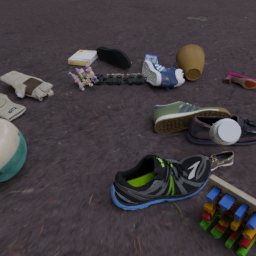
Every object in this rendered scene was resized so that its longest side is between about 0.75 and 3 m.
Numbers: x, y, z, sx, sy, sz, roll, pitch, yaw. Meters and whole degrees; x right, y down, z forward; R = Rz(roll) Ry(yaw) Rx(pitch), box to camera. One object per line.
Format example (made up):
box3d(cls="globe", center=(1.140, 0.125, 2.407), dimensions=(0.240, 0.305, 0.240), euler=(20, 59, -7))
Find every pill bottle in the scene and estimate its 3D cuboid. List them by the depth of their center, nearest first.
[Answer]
box3d(cls="pill bottle", center=(2.646, 0.110, 7.601), dimensions=(0.714, 0.714, 1.249), euler=(7, -2, 11))

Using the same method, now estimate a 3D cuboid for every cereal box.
box3d(cls="cereal box", center=(-2.392, -3.827, 15.231), dimensions=(1.177, 0.323, 1.635), euler=(9, 35, 12))

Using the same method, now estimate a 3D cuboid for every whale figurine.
box3d(cls="whale figurine", center=(-4.076, 0.971, 7.641), dimensions=(2.793, 1.449, 2.222), euler=(-30, 47, -2))

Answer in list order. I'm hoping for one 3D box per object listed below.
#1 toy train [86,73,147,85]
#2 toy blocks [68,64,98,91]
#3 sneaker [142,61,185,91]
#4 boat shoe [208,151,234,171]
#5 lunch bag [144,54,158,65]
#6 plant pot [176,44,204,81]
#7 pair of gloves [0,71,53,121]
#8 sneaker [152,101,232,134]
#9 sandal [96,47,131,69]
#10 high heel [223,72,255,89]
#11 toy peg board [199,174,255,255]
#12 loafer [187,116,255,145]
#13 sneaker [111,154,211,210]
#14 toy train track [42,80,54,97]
box3d(cls="toy train", center=(-0.529, -2.266, 12.888), dimensions=(2.775, 0.473, 0.636), euler=(-1, 22, 1))
box3d(cls="toy blocks", center=(-1.971, -2.300, 12.244), dimensions=(0.952, 0.858, 1.019), euler=(-33, 38, 4))
box3d(cls="sneaker", center=(1.682, -2.459, 12.896), dimensions=(1.607, 0.884, 2.195), euler=(-1, 29, -17))
box3d(cls="boat shoe", center=(2.563, 0.958, 8.232), dimensions=(1.232, 0.367, 0.442), euler=(-10, 36, -14))
box3d(cls="lunch bag", center=(1.169, -3.311, 14.096), dimensions=(0.650, 0.764, 0.487), euler=(12, 36, 15))
box3d(cls="plant pot", center=(3.018, -2.964, 13.245), dimensions=(1.385, 1.385, 1.487), euler=(1, 45, 2))
box3d(cls="pair of gloves", center=(-4.678, -1.332, 11.443), dimensions=(2.420, 0.499, 2.847), euler=(18, 44, 18))
box3d(cls="sneaker", center=(2.158, -0.549, 9.922), dimensions=(2.688, 0.901, 1.207), euler=(-6, 40, -4))
box3d(cls="sandal", center=(-0.663, -3.793, 14.595), dimensions=(0.611, 0.960, 2.554), euler=(-34, 46, -30))
box3d(cls="high heel", center=(5.234, -2.251, 12.694), dimensions=(1.647, 0.555, 0.792), euler=(19, 50, 31))
box3d(cls="toy peg board", center=(2.192, 1.963, 5.983), dimensions=(1.422, 1.416, 0.695), euler=(30, 60, 36))
box3d(cls="loafer", center=(3.360, -0.008, 9.192), dimensions=(2.750, 0.866, 0.988), euler=(-3, 35, -5))
box3d(cls="sneaker", center=(0.942, 1.220, 7.134), dimensions=(2.836, 1.175, 1.005), euler=(-13, 38, -17))
box3d(cls="toy train track", center=(-4.157, -1.944, 12.461), dimensions=(2.308, 0.375, 1.324), euler=(26, 42, 31))
